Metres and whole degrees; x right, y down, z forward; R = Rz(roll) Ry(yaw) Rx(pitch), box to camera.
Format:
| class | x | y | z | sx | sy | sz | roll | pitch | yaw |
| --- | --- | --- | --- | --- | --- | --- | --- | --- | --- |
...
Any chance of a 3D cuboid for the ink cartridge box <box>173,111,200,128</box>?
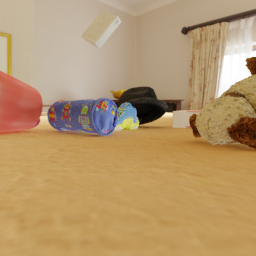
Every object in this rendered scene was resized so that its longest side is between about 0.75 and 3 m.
| class | x | y | z | sx | sy | sz | roll | pitch | yaw |
| --- | --- | --- | --- | --- | --- | --- | --- | --- | --- |
| ink cartridge box | 2.532 | -0.382 | 11.630 | 1.164 | 0.678 | 1.608 | 1 | 4 | 17 |

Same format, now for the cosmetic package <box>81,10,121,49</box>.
| class | x | y | z | sx | sy | sz | roll | pitch | yaw |
| --- | --- | --- | --- | --- | --- | --- | --- | --- | --- |
| cosmetic package | -0.859 | -3.134 | 8.870 | 0.838 | 1.112 | 0.287 | 39 | -1 | 36 |

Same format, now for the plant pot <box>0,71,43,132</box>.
| class | x | y | z | sx | sy | sz | roll | pitch | yaw |
| --- | --- | --- | --- | --- | --- | --- | --- | --- | --- |
| plant pot | -3.989 | -0.771 | 9.048 | 2.152 | 2.152 | 1.904 | 3 | -5 | 33 |

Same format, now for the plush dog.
| class | x | y | z | sx | sy | sz | roll | pitch | yaw |
| --- | --- | --- | --- | --- | --- | --- | --- | --- | --- |
| plush dog | 2.433 | -0.343 | 6.034 | 2.039 | 1.905 | 2.374 | -30 | 15 | -22 |

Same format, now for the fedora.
| class | x | y | z | sx | sy | sz | roll | pitch | yaw |
| --- | --- | --- | --- | --- | --- | --- | --- | --- | --- |
| fedora | 0.372 | -0.986 | 11.441 | 2.414 | 1.102 | 2.414 | -5 | -23 | -2 |

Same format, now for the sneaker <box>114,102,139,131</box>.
| class | x | y | z | sx | sy | sz | roll | pitch | yaw |
| --- | --- | --- | --- | --- | --- | --- | --- | --- | --- |
| sneaker | -0.339 | -0.419 | 9.957 | 0.718 | 0.996 | 1.896 | 3 | 5 | 38 |

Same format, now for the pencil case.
| class | x | y | z | sx | sy | sz | roll | pitch | yaw |
| --- | --- | --- | --- | --- | --- | --- | --- | --- | --- |
| pencil case | -1.434 | -0.360 | 8.760 | 1.193 | 1.071 | 2.746 | 19 | -10 | -41 |

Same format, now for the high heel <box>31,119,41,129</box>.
| class | x | y | z | sx | sy | sz | roll | pitch | yaw |
| --- | --- | --- | --- | --- | --- | --- | --- | --- | --- |
| high heel | -4.000 | -0.230 | 10.567 | 1.395 | 0.470 | 0.669 | -3 | -8 | 26 |
